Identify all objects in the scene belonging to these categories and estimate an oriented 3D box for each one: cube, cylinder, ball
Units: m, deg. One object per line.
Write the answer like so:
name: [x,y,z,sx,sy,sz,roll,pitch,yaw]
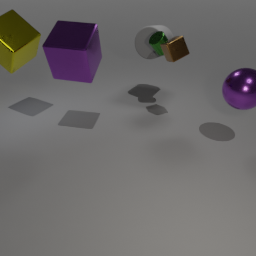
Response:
cube: [-1.771,-2.527,9.314,1.400,1.400,1.400,8,54,9]
cylinder: [1.314,-3.438,11.399,0.700,0.700,0.700,-21,50,27]
cube: [-4.348,-3.211,10.491,1.400,1.400,1.400,41,57,-4]
ball: [3.878,-1.300,9.365,1.400,1.400,1.400,0,29,0]
cube: [1.716,-2.903,10.296,0.700,0.700,0.700,-29,21,-3]
cylinder: [1.210,-3.905,12.703,1.400,1.400,1.400,13,25,23]
